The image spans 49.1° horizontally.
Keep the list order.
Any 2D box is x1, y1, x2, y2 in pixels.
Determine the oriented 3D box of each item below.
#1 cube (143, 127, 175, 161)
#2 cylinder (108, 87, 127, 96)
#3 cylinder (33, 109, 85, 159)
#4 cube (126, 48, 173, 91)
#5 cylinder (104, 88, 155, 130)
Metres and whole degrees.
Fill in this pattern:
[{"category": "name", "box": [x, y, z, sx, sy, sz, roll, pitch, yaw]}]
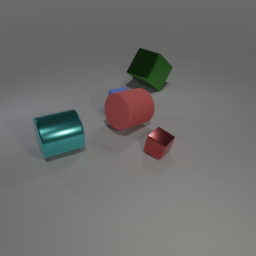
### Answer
[{"category": "cube", "box": [1.054, 0.526, 9.486, 0.700, 0.700, 0.700, 33, 44, 21]}, {"category": "cylinder", "box": [-0.416, -1.365, 12.131, 0.700, 0.700, 0.700, -12, 35, -19]}, {"category": "cylinder", "box": [-2.336, 0.184, 9.488, 1.400, 1.400, 1.400, -15, 36, -22]}, {"category": "cube", "box": [1.071, -2.866, 13.784, 1.400, 1.400, 1.400, 30, 2, 38]}, {"category": "cylinder", "box": [0.060, -0.742, 10.721, 1.400, 1.400, 1.400, 28, 32, 36]}]
